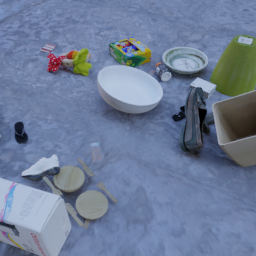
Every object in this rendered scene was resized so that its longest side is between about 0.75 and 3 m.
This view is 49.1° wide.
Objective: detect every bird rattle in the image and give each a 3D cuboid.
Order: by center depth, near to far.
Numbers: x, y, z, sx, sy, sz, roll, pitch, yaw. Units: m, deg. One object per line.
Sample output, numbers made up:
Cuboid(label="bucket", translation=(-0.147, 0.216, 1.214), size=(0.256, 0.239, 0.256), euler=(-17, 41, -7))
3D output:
Cuboid(label="bird rattle", translation=(-2.986, -3.509, 14.737), size=(2.416, 1.361, 1.970), euler=(1, 32, 19))

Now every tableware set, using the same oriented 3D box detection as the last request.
Cuboid(label="tableware set", translation=(-1.592, 2.163, 9.257), size=(1.520, 0.461, 2.299), euler=(-27, 55, -34))

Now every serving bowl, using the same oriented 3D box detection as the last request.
Cuboid(label="serving bowl", translation=(0.007, -1.589, 12.416), size=(2.944, 0.968, 2.944), euler=(12, 41, -10))

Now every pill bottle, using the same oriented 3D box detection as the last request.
Cuboid(label="pill bottle", translation=(1.743, -2.878, 14.198), size=(0.565, 0.565, 1.064), euler=(-12, 47, -11))

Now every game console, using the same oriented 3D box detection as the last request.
Cuboid(label="game console", translation=(2.390, -0.638, 12.269), size=(1.131, 0.136, 0.667), euler=(-25, 50, -25))

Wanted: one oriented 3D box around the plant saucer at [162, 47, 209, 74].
Cuboid(label="plant saucer", translation=(2.971, -3.430, 14.725), size=(2.387, 0.599, 2.387), euler=(0, 44, 0))

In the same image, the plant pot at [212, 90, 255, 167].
Cuboid(label="plant pot", translation=(4.420, 0.156, 9.937), size=(2.152, 1.905, 2.150), euler=(-17, 40, 23))

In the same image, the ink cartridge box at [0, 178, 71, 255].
Cuboid(label="ink cartridge box", translation=(-3.122, 2.475, 7.865), size=(2.643, 1.950, 1.131), euler=(14, 47, 14))

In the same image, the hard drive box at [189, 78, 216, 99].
Cuboid(label="hard drive box", translation=(3.552, -1.901, 13.345), size=(1.008, 0.387, 0.785), euler=(30, 52, 27))

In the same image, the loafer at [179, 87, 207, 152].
Cuboid(label="loafer", translation=(2.759, -0.394, 10.964), size=(0.919, 1.050, 2.923), euler=(-8, 55, 41))

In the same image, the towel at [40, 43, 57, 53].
Cuboid(label="towel", translation=(-4.635, -4.622, 16.285), size=(0.611, 0.096, 0.848), euler=(18, 49, 14))

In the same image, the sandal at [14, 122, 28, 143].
Cuboid(label="sandal", translation=(-4.405, 0.150, 11.380), size=(0.478, 0.269, 1.257), euler=(-20, 48, -19))

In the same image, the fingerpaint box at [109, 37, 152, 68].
Cuboid(label="fingerpaint box", translation=(0.108, -4.171, 15.399), size=(1.589, 0.699, 1.905), euler=(-23, 49, -21))

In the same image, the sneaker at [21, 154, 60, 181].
Cuboid(label="sneaker", translation=(-2.950, 1.378, 9.549), size=(1.510, 0.563, 0.658), euler=(-18, 54, 14))

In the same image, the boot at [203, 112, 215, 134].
Cuboid(label="boot", translation=(3.491, -0.258, 11.765), size=(1.108, 0.402, 1.007), euler=(-13, 48, -22))

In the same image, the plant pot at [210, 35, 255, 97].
Cuboid(label="plant pot", translation=(5.171, -3.034, 13.107), size=(2.181, 2.331, 2.181), euler=(0, 45, 0))
